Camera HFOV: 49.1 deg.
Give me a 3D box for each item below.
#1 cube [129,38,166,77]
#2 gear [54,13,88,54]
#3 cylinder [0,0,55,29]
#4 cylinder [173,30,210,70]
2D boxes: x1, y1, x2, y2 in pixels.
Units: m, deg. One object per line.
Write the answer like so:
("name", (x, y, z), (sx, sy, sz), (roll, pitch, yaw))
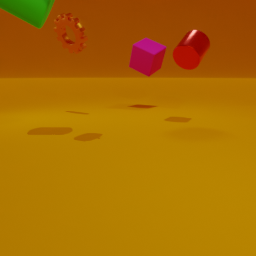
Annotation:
("cube", (0.892, -3.254, 12.836), (1.149, 1.149, 1.149), (30, 45, 19))
("gear", (-2.072, -3.388, 10.084), (1.399, 1.399, 0.259), (9, 40, 39))
("cylinder", (-2.185, -2.863, 6.093), (1.002, 1.002, 1.002), (25, 4, -18))
("cylinder", (1.998, -2.454, 8.818), (0.901, 0.901, 0.901), (9, 51, 38))
